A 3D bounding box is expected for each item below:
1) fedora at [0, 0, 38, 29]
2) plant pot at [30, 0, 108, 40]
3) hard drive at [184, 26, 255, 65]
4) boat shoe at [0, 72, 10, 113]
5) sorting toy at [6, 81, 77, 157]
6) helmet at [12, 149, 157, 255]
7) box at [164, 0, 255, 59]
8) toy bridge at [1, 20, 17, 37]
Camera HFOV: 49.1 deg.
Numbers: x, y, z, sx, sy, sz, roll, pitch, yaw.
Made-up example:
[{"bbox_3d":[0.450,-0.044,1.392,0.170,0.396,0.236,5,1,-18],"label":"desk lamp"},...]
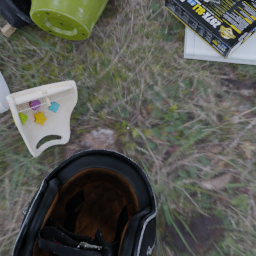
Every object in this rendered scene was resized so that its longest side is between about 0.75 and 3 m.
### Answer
[{"bbox_3d":[-3.244,-3.468,8.151,0.735,1.609,1.609,-34,71,24],"label":"fedora"},{"bbox_3d":[-1.533,-3.873,7.666,2.545,2.545,2.450,12,83,4],"label":"plant pot"},{"bbox_3d":[2.933,-2.687,8.205,2.470,0.330,1.629,6,71,2],"label":"hard drive"},{"bbox_3d":[-3.925,-1.371,7.237,0.951,1.006,2.805,-32,69,-3],"label":"boat shoe"},{"bbox_3d":[-2.029,-0.182,6.755,1.732,0.925,1.559,-27,113,-45],"label":"sorting toy"},{"bbox_3d":[-0.685,1.877,5.457,2.729,2.602,2.729,3,108,8],"label":"helmet"},{"bbox_3d":[2.567,-3.446,7.951,1.962,0.606,2.457,-42,77,-9],"label":"box"},{"bbox_3d":[-4.155,-3.480,8.502,2.016,0.274,0.678,33,74,10],"label":"toy bridge"}]
